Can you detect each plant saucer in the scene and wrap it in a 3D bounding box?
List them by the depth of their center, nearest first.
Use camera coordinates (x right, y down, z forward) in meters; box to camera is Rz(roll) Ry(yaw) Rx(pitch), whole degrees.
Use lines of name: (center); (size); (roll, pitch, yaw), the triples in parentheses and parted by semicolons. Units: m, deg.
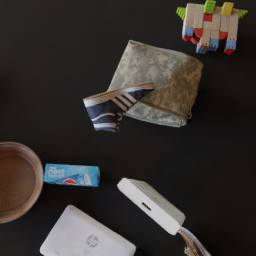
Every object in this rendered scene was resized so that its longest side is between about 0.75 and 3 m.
plant saucer: (-4.096, 1.808, 9.392); (2.663, 0.487, 2.663); (0, 69, 0)

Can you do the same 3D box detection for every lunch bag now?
lunch bag: (1.038, -1.474, 9.946); (2.909, 1.711, 2.386); (17, 71, 11)

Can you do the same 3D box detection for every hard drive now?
hard drive: (0.775, 2.110, 7.844); (1.758, 2.665, 0.350); (38, 88, 18)

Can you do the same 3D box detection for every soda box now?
soda box: (-1.856, 1.595, 9.425); (1.753, 0.562, 0.594); (3, 70, 2)

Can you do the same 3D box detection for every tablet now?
tablet: (-1.256, 3.815, 8.815); (2.623, 0.179, 1.707); (29, 73, 10)

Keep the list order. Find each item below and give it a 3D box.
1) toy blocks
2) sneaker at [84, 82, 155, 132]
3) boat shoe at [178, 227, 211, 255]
toy blocks: (3.228, -3.837, 11.170); (2.686, 1.342, 1.836); (8, 82, 2)
sneaker: (-0.126, -0.619, 8.596); (2.250, 0.788, 1.220); (-18, 99, -14)
boat shoe: (2.051, 3.773, 8.639); (0.553, 0.552, 1.528); (-40, 75, -12)
